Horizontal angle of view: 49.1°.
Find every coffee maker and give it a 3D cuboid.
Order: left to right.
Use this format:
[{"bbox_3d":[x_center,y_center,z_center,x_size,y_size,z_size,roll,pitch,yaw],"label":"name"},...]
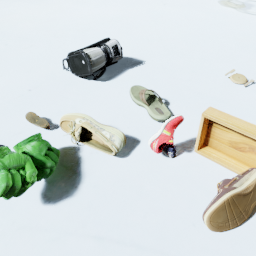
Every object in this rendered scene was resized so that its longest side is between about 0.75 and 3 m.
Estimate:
[{"bbox_3d":[-1.471,-3.004,11.679,1.862,1.306,1.939,28,45,32],"label":"coffee maker"}]

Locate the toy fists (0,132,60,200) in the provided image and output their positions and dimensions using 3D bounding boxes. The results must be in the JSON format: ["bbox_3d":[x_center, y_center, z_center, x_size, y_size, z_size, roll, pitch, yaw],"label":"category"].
[{"bbox_3d":[-2.415,0.860,6.625,0.757,1.123,2.203,-32,2,23],"label":"toy fists"}]

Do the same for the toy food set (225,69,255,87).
[{"bbox_3d":[4.459,-1.957,11.277,0.716,0.208,1.038,-30,52,-23],"label":"toy food set"}]

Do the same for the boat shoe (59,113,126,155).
[{"bbox_3d":[-1.136,0.161,8.069,2.174,0.797,0.681,16,38,19],"label":"boat shoe"}]

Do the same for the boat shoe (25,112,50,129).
[{"bbox_3d":[-2.875,-0.207,8.915,0.974,0.329,0.351,27,73,24],"label":"boat shoe"}]

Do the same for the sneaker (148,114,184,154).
[{"bbox_3d":[1.109,0.194,7.499,0.485,1.260,0.535,19,27,-51],"label":"sneaker"}]

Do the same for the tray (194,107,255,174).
[{"bbox_3d":[3.088,0.606,7.034,2.779,1.370,0.515,29,47,32],"label":"tray"}]

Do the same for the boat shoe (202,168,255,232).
[{"bbox_3d":[2.453,1.554,6.489,2.190,0.790,0.788,-32,17,-21],"label":"boat shoe"}]

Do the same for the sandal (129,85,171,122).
[{"bbox_3d":[0.808,-0.988,9.667,0.852,0.612,2.145,-19,42,-23],"label":"sandal"}]

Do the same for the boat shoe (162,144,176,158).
[{"bbox_3d":[1.042,0.509,7.967,0.802,0.372,0.299,30,48,33],"label":"boat shoe"}]
